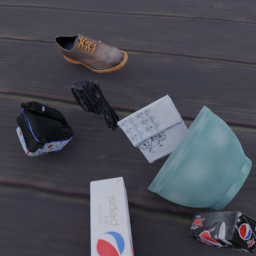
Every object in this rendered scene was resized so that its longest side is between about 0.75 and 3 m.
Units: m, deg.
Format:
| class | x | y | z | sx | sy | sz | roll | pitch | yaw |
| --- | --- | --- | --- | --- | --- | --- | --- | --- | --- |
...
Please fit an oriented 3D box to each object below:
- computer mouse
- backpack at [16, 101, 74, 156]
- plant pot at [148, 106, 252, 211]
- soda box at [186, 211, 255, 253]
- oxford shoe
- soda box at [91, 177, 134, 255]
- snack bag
| class | x | y | z | sx | sy | sz | roll | pitch | yaw |
| --- | --- | --- | --- | --- | --- | --- | --- | --- | --- |
| computer mouse | -0.999 | -0.904 | 8.481 | 0.628 | 1.651 | 2.384 | -36 | 27 | -16 |
| backpack | -2.327 | 0.113 | 7.924 | 1.398 | 1.131 | 1.468 | -3 | 59 | -47 |
| plant pot | 1.802 | 0.901 | 6.605 | 1.608 | 2.400 | 2.400 | 34 | 53 | 11 |
| soda box | 1.866 | 2.078 | 5.698 | 0.524 | 1.656 | 0.586 | 32 | 66 | -5 |
| oxford shoe | -1.445 | -2.809 | 10.353 | 2.961 | 1.080 | 1.056 | 14 | 79 | 24 |
| soda box | -0.346 | 2.302 | 6.103 | 0.816 | 0.763 | 2.396 | -9 | 46 | 1 |
| snack bag | 0.757 | 0.124 | 7.271 | 1.494 | 1.585 | 0.170 | -28 | 22 | 20 |
